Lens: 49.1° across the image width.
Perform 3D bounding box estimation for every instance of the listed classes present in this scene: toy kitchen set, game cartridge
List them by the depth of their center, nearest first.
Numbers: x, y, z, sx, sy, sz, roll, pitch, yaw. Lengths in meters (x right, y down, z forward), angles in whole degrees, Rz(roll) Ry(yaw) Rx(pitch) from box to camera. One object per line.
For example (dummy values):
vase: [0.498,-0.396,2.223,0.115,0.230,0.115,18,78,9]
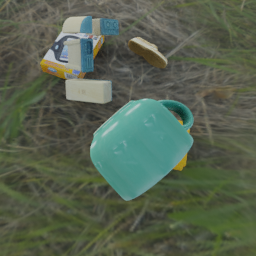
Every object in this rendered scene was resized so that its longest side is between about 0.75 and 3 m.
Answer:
game cartridge: [0.874,0.369,7.895,1.633,0.265,1.439,9,69,5]
toy kitchen set: [-0.797,-2.102,8.505,1.383,2.348,1.881,10,19,28]

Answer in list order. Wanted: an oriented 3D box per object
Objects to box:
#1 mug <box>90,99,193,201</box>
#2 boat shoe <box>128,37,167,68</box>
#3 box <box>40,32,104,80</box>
mug: [0.261,0.271,6.675,1.603,2.130,2.593,48,29,-1]
boat shoe: [0.732,-2.549,9.243,1.499,0.552,0.518,37,57,9]
box: [-1.748,-2.633,9.314,1.351,0.471,2.270,19,65,8]
